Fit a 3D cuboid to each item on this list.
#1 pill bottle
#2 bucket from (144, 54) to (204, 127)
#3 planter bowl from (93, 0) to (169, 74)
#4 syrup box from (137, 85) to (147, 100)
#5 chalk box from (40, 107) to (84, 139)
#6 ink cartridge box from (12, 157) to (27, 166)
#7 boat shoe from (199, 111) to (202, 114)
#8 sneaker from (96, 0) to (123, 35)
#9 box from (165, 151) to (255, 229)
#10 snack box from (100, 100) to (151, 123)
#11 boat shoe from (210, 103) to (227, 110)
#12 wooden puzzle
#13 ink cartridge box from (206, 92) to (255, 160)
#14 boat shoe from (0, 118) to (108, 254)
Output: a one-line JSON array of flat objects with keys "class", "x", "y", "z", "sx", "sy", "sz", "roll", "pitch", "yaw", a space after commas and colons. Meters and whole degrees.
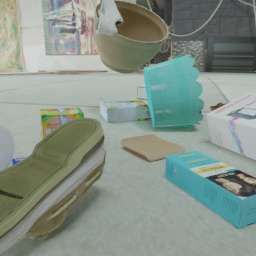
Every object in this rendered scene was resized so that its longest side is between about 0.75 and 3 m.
[{"class": "pill bottle", "x": -3.563, "y": 0.268, "z": 5.718, "sx": 2.503, "sy": 1.405, "sz": 1.405, "roll": 8, "pitch": 17, "yaw": 30}, {"class": "bucket", "x": 1.466, "y": -1.152, "z": 9.488, "sx": 1.582, "sy": 2.432, "sz": 2.432, "roll": -9, "pitch": 14, "yaw": 1}, {"class": "planter bowl", "x": -0.093, "y": -3.463, "z": 11.210, "sx": 2.908, "sy": 1.957, "sz": 2.908, "roll": 11, "pitch": 47, "yaw": -12}, {"class": "syrup box", "x": 1.540, "y": -1.952, "z": 15.664, "sx": 1.990, "sy": 0.783, "sz": 0.810, "roll": 9, "pitch": 17, "yaw": 31}, {"class": "chalk box", "x": -1.706, "y": -0.064, "z": 7.969, "sx": 1.473, "sy": 0.912, "sz": 0.916, "roll": -6, "pitch": 16, "yaw": -19}, {"class": "ink cartridge box", "x": -1.488, "y": 0.788, "z": 5.743, "sx": 1.606, "sy": 0.355, "sz": 0.755, "roll": -7, "pitch": 15, "yaw": -24}, {"class": "boat shoe", "x": 2.668, "y": -0.639, "z": 11.143, "sx": 0.474, "sy": 0.466, "sz": 1.273, "roll": 0, "pitch": 14, "yaw": -2}, {"class": "sneaker", "x": -0.508, "y": -3.434, "z": 8.487, "sx": 0.771, "sy": 1.552, "sz": 0.605, "roll": 12, "pitch": -16, "yaw": -18}, {"class": "box", "x": 1.498, "y": 0.944, "z": 4.880, "sx": 0.800, "sy": 0.478, "sz": 1.945, "roll": -7, "pitch": 16, "yaw": -25}, {"class": "snack box", "x": -0.119, "y": -0.688, "z": 11.084, "sx": 1.762, "sy": 0.596, "sz": 1.486, "roll": -6, "pitch": 16, "yaw": -16}, {"class": "boat shoe", "x": 4.202, "y": -1.001, "z": 12.825, "sx": 1.012, "sy": 0.342, "sz": 0.364, "roll": -4, "pitch": 15, "yaw": -14}, {"class": "wooden puzzle", "x": 0.621, "y": 0.504, "z": 7.209, "sx": 1.195, "sy": 0.241, "sz": 1.292, "roll": -9, "pitch": 21, "yaw": -32}, {"class": "ink cartridge box", "x": 3.371, "y": -0.050, "z": 6.963, "sx": 1.666, "sy": 1.003, "sz": 2.293, "roll": -25, "pitch": 20, "yaw": -17}, {"class": "boat shoe", "x": -1.264, "y": 0.988, "z": 3.692, "sx": 1.068, "sy": 0.978, "sz": 2.858, "roll": 18, "pitch": 43, "yaw": 38}]
